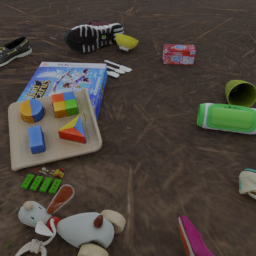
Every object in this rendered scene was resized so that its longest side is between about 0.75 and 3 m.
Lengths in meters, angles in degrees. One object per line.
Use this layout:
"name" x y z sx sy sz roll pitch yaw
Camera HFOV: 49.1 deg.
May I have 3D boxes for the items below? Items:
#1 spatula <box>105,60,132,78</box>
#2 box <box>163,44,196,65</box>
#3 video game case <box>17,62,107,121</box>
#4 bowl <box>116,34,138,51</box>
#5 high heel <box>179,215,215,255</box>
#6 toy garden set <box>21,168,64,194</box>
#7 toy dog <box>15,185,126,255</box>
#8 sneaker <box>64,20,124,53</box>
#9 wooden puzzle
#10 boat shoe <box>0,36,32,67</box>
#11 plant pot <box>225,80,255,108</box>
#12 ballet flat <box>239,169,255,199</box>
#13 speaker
"spatula" -0.645 -2.341 11.020 1.393 0.112 0.969 26 47 32
"box" 2.052 -2.983 11.347 1.242 0.619 0.593 2 41 2
"video game case" -2.071 -1.325 9.417 2.436 0.611 2.688 2 41 4
"bowl" -0.103 -3.636 12.075 1.010 0.543 1.010 16 9 -3
"high heel" 1.619 2.361 5.090 0.886 0.622 1.844 -19 58 -7
"toy garden set" -2.006 1.249 6.763 0.855 0.171 0.713 8 43 11
"toy dog" -1.155 1.812 5.391 2.216 1.067 1.462 -1 41 -1
"sneaker" -1.795 -4.205 12.579 2.981 1.128 1.722 -19 38 -36
"wooden puzzle" -2.075 -0.134 7.567 2.370 0.549 2.195 -15 56 -7
"boat shoe" -5.013 -3.107 11.439 0.811 0.685 2.274 25 47 27
"plant pot" 3.578 -1.193 9.166 0.920 0.920 0.984 0 27 1
"ballet flat" 3.493 1.506 6.182 2.059 0.715 0.715 14 42 18
"speaker" 2.924 -0.274 8.080 1.749 0.774 0.774 8 41 9
